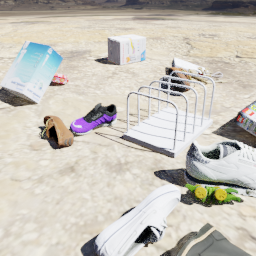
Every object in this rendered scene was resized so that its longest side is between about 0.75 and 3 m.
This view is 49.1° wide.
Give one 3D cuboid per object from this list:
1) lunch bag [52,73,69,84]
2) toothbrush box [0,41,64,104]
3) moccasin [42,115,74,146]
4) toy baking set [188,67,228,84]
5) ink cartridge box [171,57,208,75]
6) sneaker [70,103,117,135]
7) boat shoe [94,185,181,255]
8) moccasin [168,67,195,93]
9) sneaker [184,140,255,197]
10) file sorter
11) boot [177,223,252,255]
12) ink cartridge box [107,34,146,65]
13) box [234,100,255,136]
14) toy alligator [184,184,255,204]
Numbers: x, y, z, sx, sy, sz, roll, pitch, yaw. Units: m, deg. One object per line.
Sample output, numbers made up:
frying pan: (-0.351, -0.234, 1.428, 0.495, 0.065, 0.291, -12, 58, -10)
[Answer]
lunch bag: (-3.397, -2.475, 14.074, 0.855, 0.397, 0.970, 11, 17, -20)
toothbrush box: (-4.134, -2.419, 12.040, 1.703, 0.992, 2.326, 18, 77, 32)
moccasin: (-2.408, 0.091, 9.119, 0.676, 0.640, 1.751, -9, 37, -35)
toy baking set: (4.090, -2.749, 14.529, 1.536, 0.233, 2.002, -29, 51, -30)
ink cartridge box: (3.507, -3.280, 15.857, 2.075, 0.592, 1.686, 22, 28, -4)
sneaker: (-1.140, -0.426, 9.552, 1.848, 0.919, 0.642, -20, 53, -35)
boat shoe: (0.396, 1.934, 5.508, 2.171, 0.799, 0.710, -31, 44, -29)
moccasin: (2.639, -2.363, 13.468, 1.054, 0.999, 2.730, -8, 18, 3)
sneaker: (2.870, 0.919, 6.904, 2.884, 1.161, 1.102, 1, 26, -1)
file sorter: (1.433, -0.642, 9.259, 1.930, 1.732, 2.781, 19, 34, 33)
boot: (1.485, 2.361, 4.824, 1.050, 0.588, 1.518, 28, 39, 34)
ink cartridge box: (-0.094, -4.996, 17.779, 2.033, 1.497, 1.471, -20, 34, -31)
box: (5.013, -0.474, 9.451, 2.808, 0.488, 1.546, -28, 54, -34)
toy alligator: (2.128, 1.566, 6.460, 1.651, 0.397, 0.547, 4, -4, 9)
